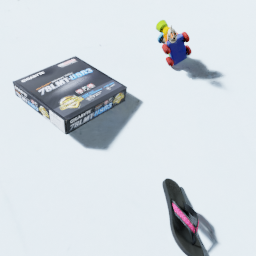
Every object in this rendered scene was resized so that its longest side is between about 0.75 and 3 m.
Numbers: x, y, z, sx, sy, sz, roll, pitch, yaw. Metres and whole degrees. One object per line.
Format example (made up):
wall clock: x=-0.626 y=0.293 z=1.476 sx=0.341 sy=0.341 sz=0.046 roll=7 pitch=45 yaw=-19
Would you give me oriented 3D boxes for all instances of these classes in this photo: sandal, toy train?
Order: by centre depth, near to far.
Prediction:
sandal: x=1.277 y=1.963 z=6.409 sx=0.754 sy=0.453 sz=2.008 roll=23 pitch=38 yaw=-36
toy train: x=1.396 y=-3.244 z=9.634 sx=0.955 sy=2.256 sz=1.305 roll=-32 pitch=65 yaw=6

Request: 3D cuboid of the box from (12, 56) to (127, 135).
box: x=-1.797 y=-1.186 z=8.898 sx=2.543 sy=0.637 sz=2.562 roll=36 pitch=49 yaw=25
